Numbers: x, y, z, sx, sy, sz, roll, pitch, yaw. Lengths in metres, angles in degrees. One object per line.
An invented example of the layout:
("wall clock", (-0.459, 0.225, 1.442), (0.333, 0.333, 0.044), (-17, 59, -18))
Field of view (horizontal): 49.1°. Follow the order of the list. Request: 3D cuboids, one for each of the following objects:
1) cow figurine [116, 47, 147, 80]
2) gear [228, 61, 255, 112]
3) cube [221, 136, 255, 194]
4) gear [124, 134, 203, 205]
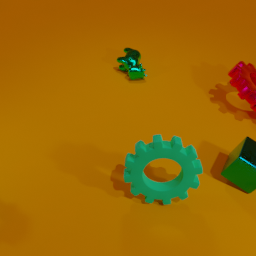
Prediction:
("cow figurine", (0.244, -2.398, 10.439), (1.307, 0.729, 1.328), (16, 59, 23))
("gear", (4.097, -1.212, 8.777), (2.087, 0.386, 2.087), (19, 45, -21))
("cube", (2.910, 0.891, 6.766), (0.831, 0.831, 0.831), (34, 49, 9))
("gear", (0.755, 0.949, 6.174), (1.678, 1.678, 0.310), (2, 28, 2))
